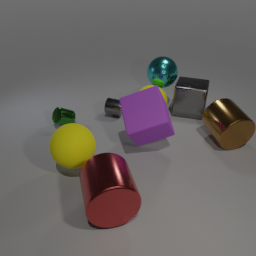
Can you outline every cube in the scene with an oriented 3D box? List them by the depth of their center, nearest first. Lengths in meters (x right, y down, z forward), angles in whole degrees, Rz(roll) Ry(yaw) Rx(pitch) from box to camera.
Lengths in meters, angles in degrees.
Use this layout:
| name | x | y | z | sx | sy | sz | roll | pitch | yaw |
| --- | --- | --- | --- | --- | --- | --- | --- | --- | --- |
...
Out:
| name | x | y | z | sx | sy | sz | roll | pitch | yaw |
| --- | --- | --- | --- | --- | --- | --- | --- | --- | --- |
| cube | 0.677 | -0.384 | 9.718 | 1.400 | 1.400 | 1.400 | -18 | 66 | 13 |
| cube | 2.836 | -1.377 | 12.664 | 1.400 | 1.400 | 1.400 | 10 | 32 | 14 |

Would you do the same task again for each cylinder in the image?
| name | x | y | z | sx | sy | sz | roll | pitch | yaw |
| --- | --- | --- | --- | --- | --- | --- | --- | --- | --- |
| cylinder | -0.501 | 1.598 | 7.349 | 1.400 | 1.400 | 1.400 | -7 | 33 | -13 |
| cylinder | 3.695 | -0.161 | 10.373 | 1.400 | 1.400 | 1.400 | -8 | 40 | -14 |
| cylinder | -2.653 | -0.459 | 11.576 | 0.700 | 0.700 | 0.700 | 12 | 14 | -46 |
| cylinder | -0.611 | -0.939 | 12.401 | 0.700 | 0.700 | 0.700 | 13 | 32 | 10 |

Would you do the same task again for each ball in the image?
| name | x | y | z | sx | sy | sz | roll | pitch | yaw |
| --- | --- | --- | --- | --- | --- | --- | --- | --- | --- |
| ball | -1.711 | 0.554 | 8.688 | 1.400 | 1.400 | 1.400 | 0 | 30 | 0 |
| ball | 1.046 | -1.206 | 12.460 | 1.400 | 1.400 | 1.400 | 0 | 30 | 0 |
| ball | 1.548 | -2.512 | 12.625 | 1.400 | 1.400 | 1.400 | 0 | 30 | 0 |
